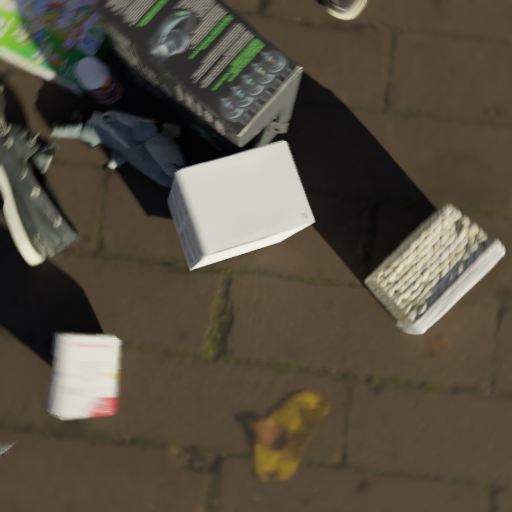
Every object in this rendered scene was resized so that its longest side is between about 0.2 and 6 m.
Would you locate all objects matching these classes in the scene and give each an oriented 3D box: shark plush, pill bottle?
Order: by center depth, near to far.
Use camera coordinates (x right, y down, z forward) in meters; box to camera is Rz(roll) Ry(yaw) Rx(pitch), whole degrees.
[{"bbox_3d":[-2.349,-1.860,9.311,2.464,1.119,1.026,12,103,-1],"label":"shark plush"},{"bbox_3d":[-2.642,-2.931,9.388,0.480,0.840,0.480,-2,79,10],"label":"pill bottle"}]

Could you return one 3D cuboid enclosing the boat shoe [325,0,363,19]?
[{"bbox_3d":[1.750,-5.200,9.632,0.778,0.701,2.163,21,87,1],"label":"boat shoe"}]

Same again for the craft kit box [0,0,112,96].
[{"bbox_3d":[-3.451,-4.157,9.706,2.024,0.497,2.049,26,86,4],"label":"craft kit box"}]

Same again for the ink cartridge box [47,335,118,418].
[{"bbox_3d":[-2.790,1.918,9.045,0.919,0.533,1.245,9,80,-39],"label":"ink cartridge box"}]

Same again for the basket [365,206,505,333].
[{"bbox_3d":[2.786,0.211,9.043,1.852,1.256,1.143,-43,83,-2],"label":"basket"}]

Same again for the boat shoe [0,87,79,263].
[{"bbox_3d":[-3.710,-1.499,9.182,1.023,1.153,3.086,-18,88,-2],"label":"boat shoe"}]

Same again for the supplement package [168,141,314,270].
[{"bbox_3d":[-0.328,-0.713,8.641,1.695,1.772,1.303,-18,87,-16],"label":"supplement package"}]

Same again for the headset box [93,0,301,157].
[{"bbox_3d":[-0.718,-2.750,8.582,2.842,2.474,1.318,42,87,2],"label":"headset box"}]

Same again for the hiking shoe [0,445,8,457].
[{"bbox_3d":[-5.535,3.045,8.922,3.020,1.143,1.520,23,90,-8],"label":"hiking shoe"}]
